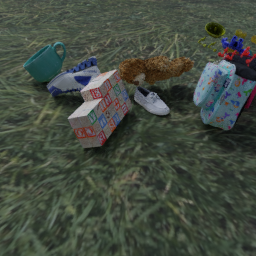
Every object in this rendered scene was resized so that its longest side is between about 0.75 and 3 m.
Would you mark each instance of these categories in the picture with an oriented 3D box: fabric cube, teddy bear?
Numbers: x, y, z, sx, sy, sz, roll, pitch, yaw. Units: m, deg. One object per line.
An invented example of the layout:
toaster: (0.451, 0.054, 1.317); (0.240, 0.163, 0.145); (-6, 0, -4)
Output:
fabric cube: (3.838, -1.678, 9.738); (1.277, 1.273, 1.253); (20, 52, 26)
teddy bear: (1.042, -1.994, 10.006); (2.714, 0.906, 1.968); (-9, 3, -38)

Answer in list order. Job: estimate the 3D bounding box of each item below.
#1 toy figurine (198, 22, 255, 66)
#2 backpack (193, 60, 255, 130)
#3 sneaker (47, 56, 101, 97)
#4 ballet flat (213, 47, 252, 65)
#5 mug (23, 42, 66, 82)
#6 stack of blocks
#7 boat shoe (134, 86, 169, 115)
toy figurine: (3.608, -2.797, 10.062); (2.088, 1.101, 1.251); (30, -1, 18)
backpack: (2.742, -0.960, 8.198); (1.443, 1.917, 1.701); (13, 21, -1)
sneaker: (-1.745, -1.523, 9.912); (2.048, 1.183, 0.828); (-32, 2, 2)
ballet flat: (4.070, -2.736, 11.625); (2.253, 0.764, 0.848); (-33, 27, -17)
mug: (-3.148, -2.499, 10.982); (1.635, 1.011, 1.343); (-17, 35, 32)
stack of blocks: (-0.794, -0.625, 8.233); (0.673, 1.323, 2.298); (-8, 29, 30)
boat shoe: (0.798, -0.971, 9.525); (0.568, 0.541, 1.579); (-21, 41, -24)
